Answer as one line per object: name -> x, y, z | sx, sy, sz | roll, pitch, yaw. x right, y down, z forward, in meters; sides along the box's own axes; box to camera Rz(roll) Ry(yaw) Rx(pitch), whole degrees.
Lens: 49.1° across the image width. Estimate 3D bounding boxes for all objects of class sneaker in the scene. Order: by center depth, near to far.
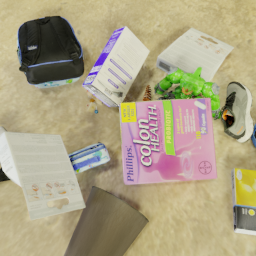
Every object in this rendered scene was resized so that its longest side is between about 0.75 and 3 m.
sneaker -> 4.137, -0.781, 10.866 | 1.069, 0.996, 2.695 | 17, 57, -16

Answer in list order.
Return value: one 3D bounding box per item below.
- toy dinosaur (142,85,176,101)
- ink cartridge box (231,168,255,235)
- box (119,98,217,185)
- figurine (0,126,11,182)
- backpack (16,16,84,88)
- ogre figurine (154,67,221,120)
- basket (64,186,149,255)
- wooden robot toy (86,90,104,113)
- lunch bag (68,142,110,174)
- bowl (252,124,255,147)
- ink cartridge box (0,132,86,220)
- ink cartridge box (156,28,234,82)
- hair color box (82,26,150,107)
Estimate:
toy dinosaur -> 1.111, -0.693, 10.949 | 1.681, 1.265, 2.477 | -18, 80, 8
ink cartridge box -> 4.586, 2.466, 9.247 | 2.146, 0.504, 2.121 | 4, 57, 10
box -> 1.246, 0.432, 9.421 | 2.954, 1.428, 2.599 | -3, 86, -2
figurine -> -4.793, 1.203, 9.944 | 1.981, 0.874, 2.030 | -36, 64, -16
backpack -> -3.326, -3.171, 11.844 | 2.569, 2.063, 2.807 | -14, 63, -15
ogre figurine -> 2.407, -1.453, 11.026 | 1.401, 1.711, 2.855 | -35, 64, -20
basket -> -0.812, 3.234, 8.250 | 2.058, 1.553, 2.283 | 34, 67, 0
wooden robot toy -> -1.284, -1.528, 11.619 | 0.960, 0.932, 2.115 | 25, 60, 27
lunch bag -> -1.494, 1.078, 9.551 | 1.720, 1.382, 0.709 | -22, 95, -7
bowl -> 5.578, 0.428, 10.505 | 1.864, 0.366, 1.864 | 1, 49, -1
ink cartridge box -> -2.383, 1.292, 7.795 | 0.580, 1.963, 2.452 | -35, 68, 27
ink cartridge box -> 3.088, -3.244, 12.823 | 2.377, 0.702, 2.970 | 34, 58, 19
hair color box -> -0.416, -2.306, 10.718 | 0.869, 1.466, 2.683 | 4, 62, 53
